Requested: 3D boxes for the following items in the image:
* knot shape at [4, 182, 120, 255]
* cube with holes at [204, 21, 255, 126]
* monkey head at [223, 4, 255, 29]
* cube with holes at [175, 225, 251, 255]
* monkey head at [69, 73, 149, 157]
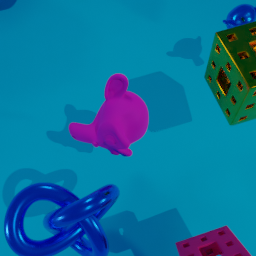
[{"bbox_3d":[-1.071,1.511,4.518,1.717,1.835,0.848,10,34,-18],"label":"knot shape"},{"bbox_3d":[2.185,-0.954,4.814,1.180,1.180,1.180,-16,62,-3],"label":"cube with holes"},{"bbox_3d":[2.681,-2.375,6.380,1.200,0.723,0.863,-29,61,-13],"label":"monkey head"},{"bbox_3d":[1.626,2.653,5.042,1.069,1.069,1.069,-19,100,-1],"label":"cube with holes"},{"bbox_3d":[-0.317,-0.151,5.236,1.372,1.907,1.149,11,65,12],"label":"monkey head"}]
